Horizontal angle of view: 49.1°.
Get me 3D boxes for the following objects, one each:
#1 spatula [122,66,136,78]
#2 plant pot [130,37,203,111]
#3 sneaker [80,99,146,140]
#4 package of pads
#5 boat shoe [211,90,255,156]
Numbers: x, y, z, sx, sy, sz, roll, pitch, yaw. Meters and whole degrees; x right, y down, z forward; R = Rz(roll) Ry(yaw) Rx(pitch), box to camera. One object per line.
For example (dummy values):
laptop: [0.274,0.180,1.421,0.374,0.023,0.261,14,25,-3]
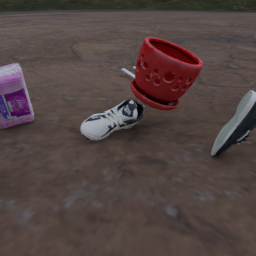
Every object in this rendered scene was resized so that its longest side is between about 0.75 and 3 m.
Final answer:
spatula: [0.811,-2.085,11.209,1.492,0.172,2.145,-21,40,-25]
plant pot: [0.843,-1.297,6.892,1.520,1.384,1.520,20,31,-12]
sneaker: [-0.264,-0.277,6.765,1.684,1.096,0.672,-10,71,-34]
package of pads: [-3.009,-0.784,7.040,0.975,1.618,0.612,-18,52,-19]
boat shoe: [2.294,0.043,5.766,0.517,1.713,0.648,25,44,3]
